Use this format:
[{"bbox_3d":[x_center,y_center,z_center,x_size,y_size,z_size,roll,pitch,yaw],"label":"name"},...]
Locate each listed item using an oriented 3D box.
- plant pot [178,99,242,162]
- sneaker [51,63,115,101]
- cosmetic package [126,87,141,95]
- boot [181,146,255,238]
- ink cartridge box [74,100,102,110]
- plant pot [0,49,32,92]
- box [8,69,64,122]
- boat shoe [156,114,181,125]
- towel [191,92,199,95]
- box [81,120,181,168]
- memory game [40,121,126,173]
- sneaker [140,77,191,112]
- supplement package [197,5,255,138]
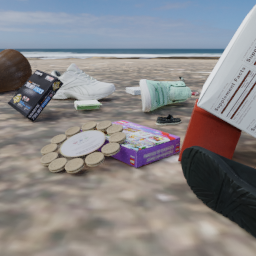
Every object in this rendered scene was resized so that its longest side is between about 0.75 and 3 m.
[{"bbox_3d":[1.576,0.139,5.345,0.915,1.037,1.038,17,20,11],"label":"plant pot"},{"bbox_3d":[-1.907,-1.825,11.108,2.848,1.415,1.110,3,17,9],"label":"sneaker"},{"bbox_3d":[0.405,-1.693,12.752,0.708,0.243,0.940,-9,18,-21],"label":"cosmetic package"},{"bbox_3d":[1.895,0.706,3.759,1.599,0.722,1.951,-12,27,-28],"label":"boot"},{"bbox_3d":[-1.356,-0.752,9.520,0.788,0.260,1.083,-5,17,-17],"label":"ink cartridge box"},{"bbox_3d":[-5.897,-2.495,13.086,1.937,1.937,2.073,4,28,13],"label":"plant pot"},{"bbox_3d":[-2.788,-1.023,8.395,1.451,1.440,0.361,27,-12,44],"label":"box"},{"bbox_3d":[1.145,-0.252,7.816,0.797,0.264,0.298,-5,17,-18],"label":"boat shoe"},{"bbox_3d":[2.749,-1.561,12.598,0.802,0.091,0.578,8,16,19],"label":"towel"},{"bbox_3d":[0.012,0.260,5.904,1.236,0.353,1.806,-14,21,-39],"label":"box"},{"bbox_3d":[-0.847,0.313,5.364,1.709,0.109,1.709,-11,28,6],"label":"memory game"},{"bbox_3d":[1.328,-1.240,9.630,1.666,1.040,2.825,-3,13,12],"label":"sneaker"},{"bbox_3d":[2.906,-0.766,5.111,2.566,1.887,2.454,31,22,8],"label":"supplement package"}]
